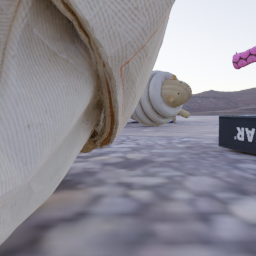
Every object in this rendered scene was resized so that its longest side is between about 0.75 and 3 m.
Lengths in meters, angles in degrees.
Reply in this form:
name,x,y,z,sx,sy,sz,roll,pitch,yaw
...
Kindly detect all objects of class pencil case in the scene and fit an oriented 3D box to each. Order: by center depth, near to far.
name,x,y,z,sx,sy,sz,roll,pitch,yaw
pencil case,3.934,-2.280,8.704,0.646,0.626,1.379,-9,0,-30

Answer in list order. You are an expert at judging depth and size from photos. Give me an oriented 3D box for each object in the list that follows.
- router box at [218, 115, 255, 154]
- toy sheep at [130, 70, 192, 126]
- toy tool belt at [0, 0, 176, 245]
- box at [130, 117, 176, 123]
name,x,y,z,sx,sy,sz,roll,pitch,yaw
router box,1.703,0.069,2.498,1.098,0.376,1.472,-1,3,-17
toy sheep,0.757,-0.884,8.620,1.900,1.900,2.755,-3,-7,-43
toy tool belt,-0.768,-0.610,1.566,1.728,1.701,2.767,13,-2,-13
box,1.072,-0.371,11.848,1.892,0.307,1.146,-1,4,9
